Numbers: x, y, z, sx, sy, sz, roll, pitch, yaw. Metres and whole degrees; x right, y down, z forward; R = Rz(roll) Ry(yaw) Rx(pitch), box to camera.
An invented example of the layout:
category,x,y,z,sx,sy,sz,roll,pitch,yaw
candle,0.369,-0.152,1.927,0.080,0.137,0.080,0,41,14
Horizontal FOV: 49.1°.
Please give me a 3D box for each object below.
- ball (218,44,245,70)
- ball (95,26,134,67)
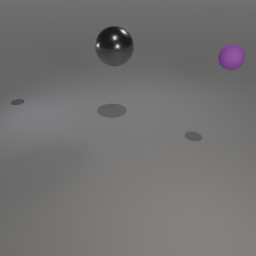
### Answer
category,x,y,z,sx,sy,sz,roll,pitch,yaw
ball,2.874,-1.961,7.770,0.700,0.700,0.700,0,29,0
ball,-0.489,-2.940,10.132,1.400,1.400,1.400,0,29,0
